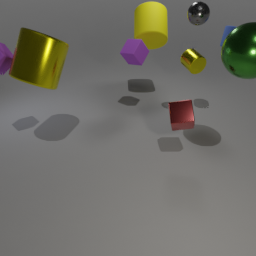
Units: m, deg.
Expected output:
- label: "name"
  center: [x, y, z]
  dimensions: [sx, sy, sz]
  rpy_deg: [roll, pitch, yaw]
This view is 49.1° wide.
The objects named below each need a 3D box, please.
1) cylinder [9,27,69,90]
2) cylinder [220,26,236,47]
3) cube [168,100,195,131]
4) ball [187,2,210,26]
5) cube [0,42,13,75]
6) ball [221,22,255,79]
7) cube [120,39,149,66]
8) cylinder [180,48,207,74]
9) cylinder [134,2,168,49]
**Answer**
- label: "cylinder"
  center: [-2.571, -1.986, 8.143]
  dimensions: [1.400, 1.400, 1.400]
  rpy_deg: [18, 9, -3]
- label: "cylinder"
  center: [3.676, -3.162, 9.831]
  dimensions: [0.700, 0.700, 0.700]
  rpy_deg: [11, 17, -3]
- label: "cube"
  center: [1.641, -0.378, 8.567]
  dimensions: [0.700, 0.700, 0.700]
  rpy_deg: [-7, 70, 10]
- label: "ball"
  center: [2.216, -3.593, 8.807]
  dimensions: [0.700, 0.700, 0.700]
  rpy_deg: [0, 31, 0]
- label: "cube"
  center: [-3.933, -2.109, 8.387]
  dimensions: [0.700, 0.700, 0.700]
  rpy_deg: [50, 10, 5]
- label: "ball"
  center: [3.104, -1.953, 7.135]
  dimensions: [1.400, 1.400, 1.400]
  rpy_deg: [0, 31, 0]
- label: "cube"
  center: [0.258, -2.901, 10.712]
  dimensions: [0.700, 0.700, 0.700]
  rpy_deg: [17, 73, 39]
- label: "cylinder"
  center: [2.379, -2.434, 10.216]
  dimensions: [0.700, 0.700, 0.700]
  rpy_deg: [-11, 44, -19]
- label: "cylinder"
  center: [0.957, -4.270, 11.788]
  dimensions: [1.400, 1.400, 1.400]
  rpy_deg: [1, -14, 0]
